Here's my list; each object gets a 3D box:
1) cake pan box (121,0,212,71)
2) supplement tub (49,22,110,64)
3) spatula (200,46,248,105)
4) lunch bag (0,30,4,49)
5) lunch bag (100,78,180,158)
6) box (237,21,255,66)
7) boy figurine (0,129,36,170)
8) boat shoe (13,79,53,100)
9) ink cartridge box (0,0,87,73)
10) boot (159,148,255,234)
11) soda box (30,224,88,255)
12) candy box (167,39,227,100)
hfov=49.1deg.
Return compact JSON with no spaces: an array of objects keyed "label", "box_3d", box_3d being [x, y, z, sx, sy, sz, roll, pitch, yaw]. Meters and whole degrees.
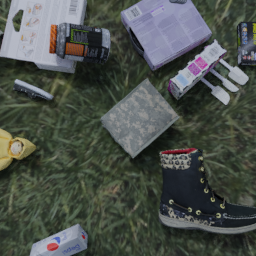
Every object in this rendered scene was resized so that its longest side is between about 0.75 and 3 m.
[{"label":"cake pan box","box_3d":[1.252,-3.483,9.660,2.456,0.642,2.262,-31,81,-4]},{"label":"supplement tub","box_3d":[-1.529,-2.662,8.788,1.801,1.104,1.104,4,82,-17]},{"label":"spatula","box_3d":[3.078,-1.881,9.708,1.894,0.152,1.317,42,89,6]},{"label":"lunch bag","box_3d":[-5.682,-2.970,9.149,2.160,1.549,2.634,41,78,4]},{"label":"lunch bag","box_3d":[0.319,-0.246,8.921,2.012,1.183,1.650,-40,89,-8]},{"label":"box","box_3d":[4.442,-2.917,9.724,1.203,0.332,1.502,2,82,0]},{"label":"boy figurine","box_3d":[-4.276,0.736,9.024,2.481,0.799,1.542,3,80,3]},{"label":"boat shoe","box_3d":[-3.213,-1.197,9.454,1.445,0.496,0.409,24,89,10]},{"label":"ink cartridge box","box_3d":[-2.843,-3.433,9.645,2.419,0.614,2.746,9,82,0]},{"label":"boot","box_3d":[2.336,1.770,8.179,3.013,1.087,2.275,-2,96,16]},{"label":"soda box","box_3d":[-2.083,3.575,8.465,1.689,0.536,0.577,-26,116,9]},{"label":"candy box","box_3d":[2.160,-1.832,9.048,1.872,1.277,0.571,-43,83,-2]}]
